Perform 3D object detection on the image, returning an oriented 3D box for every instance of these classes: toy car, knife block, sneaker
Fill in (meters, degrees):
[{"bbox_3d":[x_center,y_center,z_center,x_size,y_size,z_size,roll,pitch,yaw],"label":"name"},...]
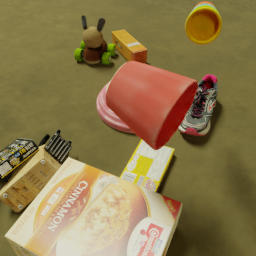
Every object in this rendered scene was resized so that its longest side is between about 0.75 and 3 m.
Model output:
[{"bbox_3d":[-1.333,-3.574,11.090,1.447,1.762,1.390,10,46,9],"label":"toy car"},{"bbox_3d":[-2.303,0.942,7.176,1.965,0.629,1.725,-42,23,-2],"label":"knife block"},{"bbox_3d":[2.206,-0.729,8.759,1.013,0.939,2.514,15,47,15],"label":"sneaker"}]

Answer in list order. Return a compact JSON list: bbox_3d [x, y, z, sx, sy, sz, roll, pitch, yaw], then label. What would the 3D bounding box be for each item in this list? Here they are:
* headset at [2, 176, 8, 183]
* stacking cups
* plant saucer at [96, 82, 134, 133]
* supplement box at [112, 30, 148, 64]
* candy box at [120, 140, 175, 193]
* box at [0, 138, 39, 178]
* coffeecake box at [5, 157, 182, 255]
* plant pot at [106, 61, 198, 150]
[{"bbox_3d":[-3.461,1.445,6.794,1.111,0.686,0.522,-19,70,-42],"label":"headset"},{"bbox_3d":[1.531,-2.153,5.476,0.609,0.609,2.013,12,32,12],"label":"stacking cups"},{"bbox_3d":[0.330,-1.005,9.219,2.765,0.701,2.765,0,45,0],"label":"plant saucer"},{"bbox_3d":[0.025,-3.377,11.675,0.700,0.677,2.035,-21,49,-21],"label":"supplement box"},{"bbox_3d":[0.451,1.124,7.333,0.997,0.258,1.950,20,48,16],"label":"candy box"},{"bbox_3d":[-2.981,0.715,7.137,1.095,0.338,1.371,-44,23,-28],"label":"box"},{"bbox_3d":[-0.591,2.105,5.771,2.800,1.023,2.149,18,47,18],"label":"coffeecake box"},{"bbox_3d":[0.372,-0.501,5.078,1.246,1.408,1.408,32,52,20],"label":"plant pot"}]
